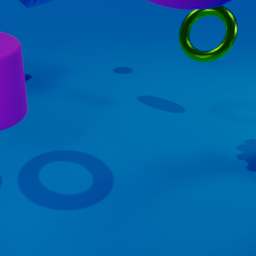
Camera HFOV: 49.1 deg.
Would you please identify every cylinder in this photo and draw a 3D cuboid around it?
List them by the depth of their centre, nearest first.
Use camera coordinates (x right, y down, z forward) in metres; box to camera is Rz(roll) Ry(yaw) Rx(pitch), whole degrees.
[{"bbox_3d":[-2.194,-0.722,4.254,1.177,1.177,1.177,6,36,-4],"label":"cylinder"}]

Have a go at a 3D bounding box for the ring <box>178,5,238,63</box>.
[{"bbox_3d":[2.048,-2.452,7.261,1.499,1.499,0.300,17,8,24],"label":"ring"}]

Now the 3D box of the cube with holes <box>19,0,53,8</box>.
[{"bbox_3d":[-2.707,-4.428,7.941,1.233,1.233,1.233,43,38,-6],"label":"cube with holes"}]

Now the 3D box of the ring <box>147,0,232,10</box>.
[{"bbox_3d":[0.709,-2.250,3.567,1.936,0.387,1.936,1,62,-2],"label":"ring"}]
